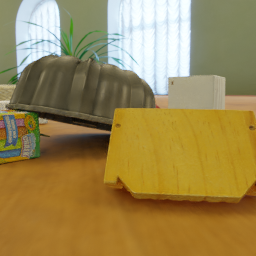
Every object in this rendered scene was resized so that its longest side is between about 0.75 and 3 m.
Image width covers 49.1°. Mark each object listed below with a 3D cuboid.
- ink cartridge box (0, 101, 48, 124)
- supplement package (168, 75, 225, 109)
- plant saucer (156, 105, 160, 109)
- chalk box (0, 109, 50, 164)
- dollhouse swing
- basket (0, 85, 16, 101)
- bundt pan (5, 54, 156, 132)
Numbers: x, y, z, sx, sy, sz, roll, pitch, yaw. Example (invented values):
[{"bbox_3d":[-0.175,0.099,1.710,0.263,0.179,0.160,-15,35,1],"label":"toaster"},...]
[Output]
[{"bbox_3d":[-3.156,-0.458,8.080,1.560,0.661,1.136,-1,8,-21],"label":"ink cartridge box"},{"bbox_3d":[2.302,-0.980,9.110,1.379,1.384,2.359,4,9,27],"label":"supplement package"},{"bbox_3d":[-0.367,-0.650,10.152,2.609,0.479,2.604,-5,9,-34],"label":"plant saucer"},{"bbox_3d":[-1.710,0.089,4.071,1.105,0.685,0.690,-8,12,-44],"label":"chalk box"},{"bbox_3d":[0.568,0.449,3.097,1.399,1.230,1.272,1,49,6],"label":"dollhouse swing"},{"bbox_3d":[-6.223,-1.607,14.416,1.755,1.189,1.082,-1,10,-5],"label":"basket"},{"bbox_3d":[-0.697,-0.545,5.082,2.699,1.013,2.699,11,-4,1],"label":"bundt pan"}]
